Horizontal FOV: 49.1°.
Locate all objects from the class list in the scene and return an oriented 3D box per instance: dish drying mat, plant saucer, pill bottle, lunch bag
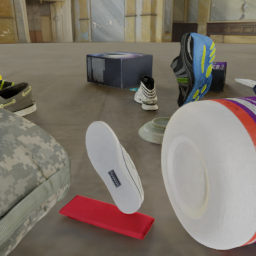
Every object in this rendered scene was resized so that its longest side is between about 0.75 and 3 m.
[{"bbox_3d":[-0.291,1.180,3.764,1.228,0.112,0.472,8,21,23],"label":"dish drying mat"},{"bbox_3d":[0.912,-0.004,6.673,1.325,0.333,1.325,0,20,0],"label":"plant saucer"},{"bbox_3d":[2.059,0.388,3.617,2.988,1.680,1.680,-7,21,-17],"label":"pill bottle"},{"bbox_3d":[-1.934,0.730,2.642,2.049,1.702,2.443,6,22,19],"label":"lunch bag"}]

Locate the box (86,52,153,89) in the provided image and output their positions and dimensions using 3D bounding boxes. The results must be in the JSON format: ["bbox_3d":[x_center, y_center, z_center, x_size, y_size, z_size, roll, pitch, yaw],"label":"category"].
[{"bbox_3d":[-0.348,-2.662,12.513,2.139,1.329,2.157,18,27,37],"label":"box"}]

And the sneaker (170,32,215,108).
[{"bbox_3d":[1.731,-1.547,7.820,0.892,2.516,1.043,-32,55,-20],"label":"sneaker"}]

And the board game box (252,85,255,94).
[{"bbox_3d":[3.948,-0.703,7.489,0.785,0.201,1.159,-10,64,-20],"label":"board game box"}]

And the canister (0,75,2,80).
[{"bbox_3d":[-6.191,-2.186,12.577,0.651,0.380,0.877,2,19,6],"label":"canister"}]

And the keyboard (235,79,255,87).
[{"bbox_3d":[5.560,-1.799,11.845,0.776,0.147,2.759,-3,21,-8],"label":"keyboard"}]

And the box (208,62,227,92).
[{"bbox_3d":[3.278,-2.266,11.992,1.722,0.962,2.439,4,21,19],"label":"box"}]

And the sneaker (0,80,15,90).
[{"bbox_3d":[-4.773,-1.216,9.210,2.324,0.876,0.888,-7,22,-22],"label":"sneaker"}]

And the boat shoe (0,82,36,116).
[{"bbox_3d":[-3.614,-0.581,7.462,1.023,0.856,2.864,8,22,22],"label":"boat shoe"}]

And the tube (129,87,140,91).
[{"bbox_3d":[0.420,-1.534,11.100,0.765,0.193,0.296,7,13,33],"label":"tube"}]

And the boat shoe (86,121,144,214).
[{"bbox_3d":[-0.140,0.501,3.838,0.467,1.297,0.426,-32,-7,18],"label":"boat shoe"}]

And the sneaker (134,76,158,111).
[{"bbox_3d":[0.618,-1.248,9.100,0.648,0.988,1.716,-4,20,-10],"label":"sneaker"}]
